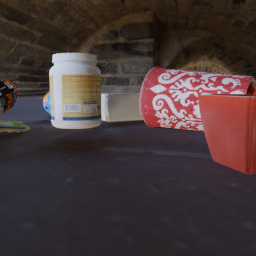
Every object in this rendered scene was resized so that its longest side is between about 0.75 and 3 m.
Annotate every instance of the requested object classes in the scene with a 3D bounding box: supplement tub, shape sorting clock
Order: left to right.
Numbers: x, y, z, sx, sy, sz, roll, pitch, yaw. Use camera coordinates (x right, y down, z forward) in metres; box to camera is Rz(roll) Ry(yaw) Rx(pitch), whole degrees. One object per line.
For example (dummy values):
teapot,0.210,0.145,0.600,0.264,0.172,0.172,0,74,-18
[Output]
supplement tub,-4.854,-1.045,10.099,1.237,1.237,2.019,1,24,4
shape sorting clock,-3.568,-0.023,8.391,1.199,0.235,1.199,9,12,-2
supplement tub,-1.736,-1.224,9.376,1.697,2.346,1.697,0,8,0

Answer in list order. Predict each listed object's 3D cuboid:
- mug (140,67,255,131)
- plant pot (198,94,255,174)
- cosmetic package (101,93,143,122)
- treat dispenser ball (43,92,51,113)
mug,2.264,-0.846,8.539,2.924,1.951,2.596,10,14,35
plant pot,2.017,0.040,4.559,1.326,1.169,1.327,-3,9,-18
cosmetic package,-0.072,-0.857,11.366,1.982,1.118,0.804,-2,8,-27
treat dispenser ball,-3.656,-1.269,14.094,1.180,1.180,1.180,0,8,0
